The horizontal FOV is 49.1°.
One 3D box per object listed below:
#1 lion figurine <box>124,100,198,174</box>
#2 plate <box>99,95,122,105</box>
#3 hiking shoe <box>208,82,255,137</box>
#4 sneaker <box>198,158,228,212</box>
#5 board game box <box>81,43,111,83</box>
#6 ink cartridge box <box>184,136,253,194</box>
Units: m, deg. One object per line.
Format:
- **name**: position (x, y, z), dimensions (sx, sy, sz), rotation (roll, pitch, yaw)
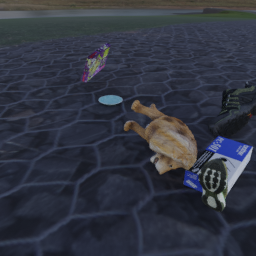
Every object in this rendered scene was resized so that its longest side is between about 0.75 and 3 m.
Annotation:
- **lion figurine**: position (1.007, 0.134, 6.687), dimensions (1.785, 1.056, 2.914), rotation (29, 17, 19)
- **plate**: position (-0.663, -1.040, 10.692), dimensions (0.911, 0.116, 0.911), rotation (1, 27, 0)
- **hiking shoe**: position (3.157, -0.583, 8.465), dimensions (2.305, 0.873, 1.160), rotation (-29, 47, -18)
- **sneaker**: position (1.632, 0.938, 5.134), dimensions (0.512, 1.331, 0.590), rotation (20, 51, 29)
- **board game box**: position (-1.419, -2.972, 12.640), dimensions (0.327, 1.215, 2.025), rotation (23, 37, 7)
- **ink cartridge box**: position (2.154, 0.857, 6.556), dimensions (0.911, 0.428, 1.937), rotation (20, 32, 32)
